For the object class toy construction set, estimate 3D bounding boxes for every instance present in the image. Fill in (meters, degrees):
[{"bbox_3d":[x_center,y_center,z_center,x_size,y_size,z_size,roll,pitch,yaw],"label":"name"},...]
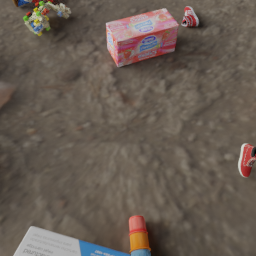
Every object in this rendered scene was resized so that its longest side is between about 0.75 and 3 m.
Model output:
[{"bbox_3d":[-2.929,-3.987,9.923,1.192,0.838,1.819,9,44,35],"label":"toy construction set"}]

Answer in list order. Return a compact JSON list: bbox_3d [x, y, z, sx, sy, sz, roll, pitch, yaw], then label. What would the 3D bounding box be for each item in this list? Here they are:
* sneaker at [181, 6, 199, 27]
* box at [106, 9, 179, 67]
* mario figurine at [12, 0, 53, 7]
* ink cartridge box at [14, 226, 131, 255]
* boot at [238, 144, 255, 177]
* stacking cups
[{"bbox_3d":[2.157,-4.096,10.290,0.565,0.358,1.005,-13,58,-13],"label":"sneaker"},{"bbox_3d":[0.448,-2.931,9.053,2.105,1.080,0.997,-18,57,-13],"label":"box"},{"bbox_3d":[-3.603,-5.261,10.730,1.692,0.897,1.045,-14,87,-1],"label":"mario figurine"},{"bbox_3d":[-1.234,3.253,4.325,2.015,1.174,2.787,13,40,8],"label":"ink cartridge box"},{"bbox_3d":[2.850,0.804,6.492,0.293,0.584,0.810,0,98,-9],"label":"boot"},{"bbox_3d":[0.308,2.632,5.589,0.520,0.520,1.720,-3,54,-2],"label":"stacking cups"}]
